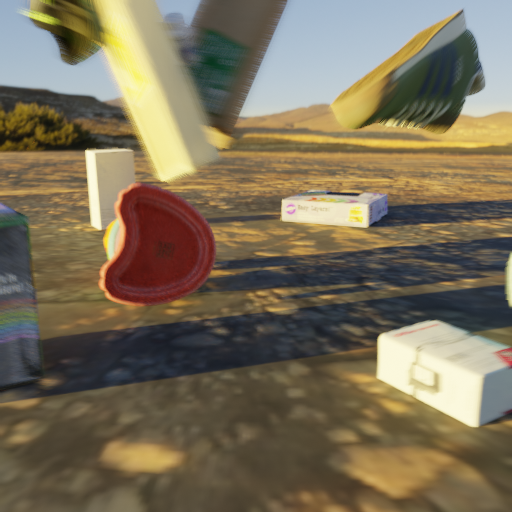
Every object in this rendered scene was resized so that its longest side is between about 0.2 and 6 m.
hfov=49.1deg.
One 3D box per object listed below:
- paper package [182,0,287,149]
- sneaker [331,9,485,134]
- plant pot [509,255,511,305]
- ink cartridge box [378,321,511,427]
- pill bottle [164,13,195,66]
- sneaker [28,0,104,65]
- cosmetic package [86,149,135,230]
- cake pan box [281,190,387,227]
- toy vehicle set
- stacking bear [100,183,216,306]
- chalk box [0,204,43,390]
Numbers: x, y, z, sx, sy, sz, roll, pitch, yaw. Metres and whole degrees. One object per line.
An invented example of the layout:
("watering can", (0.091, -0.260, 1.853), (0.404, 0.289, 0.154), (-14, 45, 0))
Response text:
("paper package", (-0.674, -3.708, 10.783), (1.438, 2.780, 2.650), (24, 1, -7))
("sneaker", (1.892, -1.824, 6.307), (2.419, 1.086, 0.811), (-43, 19, -31))
("plant pot", (2.836, 0.200, 4.304), (1.696, 1.696, 1.594), (5, 0, 22))
("ink cartridge box", (1.439, 0.821, 4.115), (0.651, 0.373, 0.896), (-8, 15, -32))
("pill bottle", (-1.079, -3.015, 7.791), (0.357, 0.643, 0.357), (-4, 52, 5))
("sneaker", (-2.871, -3.698, 8.003), (0.773, 2.181, 0.904), (17, 60, 20))
("cosmetic package", (-2.776, -1.298, 10.830), (0.796, 1.479, 0.627), (-8, 15, -29))
("cake pan box", (1.721, -1.036, 11.906), (1.826, 0.518, 1.982), (8, 15, 24))
("toy vehicle set", (-1.750, -2.957, 8.370), (0.485, 3.657, 2.272), (-26, 12, -16))
("stacking bear", (-1.307, -0.123, 6.745), (1.167, 1.246, 2.053), (12, -1, -21))
("chalk box", (-2.323, 0.129, 4.217), (1.040, 1.671, 1.034), (-9, 16, -35))
